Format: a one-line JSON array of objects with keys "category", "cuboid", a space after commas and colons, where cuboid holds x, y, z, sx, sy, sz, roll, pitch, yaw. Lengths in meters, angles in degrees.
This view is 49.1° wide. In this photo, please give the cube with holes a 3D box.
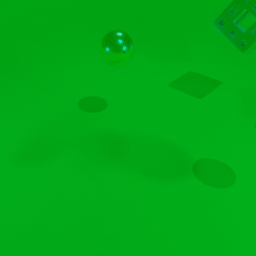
[{"category": "cube with holes", "cuboid": [3.516, -3.095, 8.231, 1.276, 1.276, 1.276, 49, 31, 9]}]

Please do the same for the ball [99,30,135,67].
[{"category": "ball", "cuboid": [-0.292, -2.090, 7.407, 0.951, 0.951, 0.951, 0, 38, 0]}]
